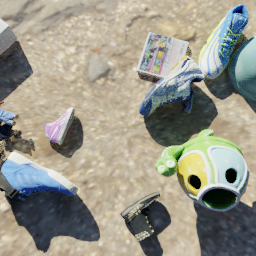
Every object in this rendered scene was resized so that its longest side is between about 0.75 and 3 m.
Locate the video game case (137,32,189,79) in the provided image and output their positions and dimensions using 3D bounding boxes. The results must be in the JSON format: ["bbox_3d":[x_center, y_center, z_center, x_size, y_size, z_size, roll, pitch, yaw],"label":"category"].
[{"bbox_3d":[1.290,-2.612,10.344,1.552,0.196,1.703,16,75,5],"label":"video game case"}]

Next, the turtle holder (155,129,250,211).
[{"bbox_3d":[2.218,1.166,7.843,1.926,1.800,2.535,-35,117,25],"label":"turtle holder"}]

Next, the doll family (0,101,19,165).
[{"bbox_3d":[-4.480,0.142,9.242,1.230,0.835,2.127,18,69,10],"label":"doll family"}]

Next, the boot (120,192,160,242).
[{"bbox_3d":[0.584,2.693,8.600,1.391,0.502,1.051,-31,78,-3],"label":"boot"}]

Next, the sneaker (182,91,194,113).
[{"bbox_3d":[2.086,-0.947,9.796,0.352,0.300,0.805,8,74,8],"label":"sneaker"}]

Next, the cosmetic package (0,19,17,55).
[{"bbox_3d":[-5.389,-2.979,10.098,1.214,0.853,2.394,40,77,11],"label":"cosmetic package"}]

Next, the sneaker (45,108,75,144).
[{"bbox_3d":[-2.353,-0.182,9.476,0.752,0.478,1.319,21,74,9],"label":"sneaker"}]

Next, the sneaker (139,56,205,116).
[{"bbox_3d":[1.517,-1.225,9.478,1.154,0.985,2.618,44,87,2],"label":"sneaker"}]

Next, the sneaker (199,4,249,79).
[{"bbox_3d":[3.369,-3.161,9.822,1.077,1.493,2.843,24,74,7],"label":"sneaker"}]

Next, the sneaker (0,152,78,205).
[{"bbox_3d":[-2.881,1.852,8.565,2.543,0.976,1.415,24,69,11],"label":"sneaker"}]

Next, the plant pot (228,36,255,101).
[{"bbox_3d":[4.895,-2.278,9.493,2.435,1.631,2.435,0,73,-1],"label":"plant pot"}]
